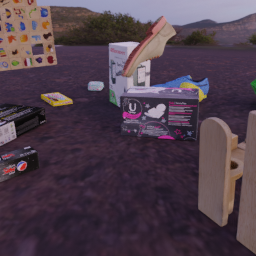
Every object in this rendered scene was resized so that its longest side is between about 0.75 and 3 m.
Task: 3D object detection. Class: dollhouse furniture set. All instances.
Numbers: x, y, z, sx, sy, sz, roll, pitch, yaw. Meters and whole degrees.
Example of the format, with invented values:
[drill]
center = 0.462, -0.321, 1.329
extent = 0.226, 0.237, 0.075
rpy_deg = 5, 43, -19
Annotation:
[dollhouse furniture set]
center = 2.637, 0.323, 4.859
extent = 2.715, 2.212, 2.582
rpy_deg = -19, 28, -26

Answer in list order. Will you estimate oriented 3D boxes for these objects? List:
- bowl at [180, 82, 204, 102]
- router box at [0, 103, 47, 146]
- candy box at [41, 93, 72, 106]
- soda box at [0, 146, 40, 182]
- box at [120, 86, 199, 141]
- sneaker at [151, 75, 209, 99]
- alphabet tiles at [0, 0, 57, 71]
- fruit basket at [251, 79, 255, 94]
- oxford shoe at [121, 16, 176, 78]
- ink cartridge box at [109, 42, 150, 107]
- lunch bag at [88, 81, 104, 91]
[bowl]
center = 2.621, -1.377, 12.058
extent = 1.140, 1.140, 0.613
rpy_deg = 22, 73, 45
[router box]
center = -4.061, -0.173, 8.989
extent = 1.761, 0.603, 2.361
rpy_deg = 7, 22, 19
[candy box]
center = -3.231, -1.304, 12.611
extent = 0.866, 0.224, 1.695
rpy_deg = -11, 23, -33
[soda box]
center = -2.745, 0.864, 6.370
extent = 1.369, 0.484, 0.433
rpy_deg = -18, 29, -41
[box]
center = 1.059, -0.562, 8.968
extent = 2.343, 1.344, 1.548
rpy_deg = 5, 21, 12
[sneaker]
center = 2.399, -2.032, 13.369
extent = 2.814, 1.103, 0.927
rpy_deg = 4, 23, 15
[alphabet tiles]
center = -3.455, -3.142, 9.199
extent = 1.952, 2.335, 0.088
rpy_deg = -12, 27, -22
[fruit basket]
center = 6.409, -1.263, 11.188
extent = 2.470, 1.781, 2.470
rpy_deg = 41, 18, -17
[oxford shoe]
center = 0.550, -1.986, 7.322
extent = 0.683, 1.850, 0.655
rpy_deg = 37, 7, -20
[ink cartridge box]
center = 0.021, -2.180, 11.598
extent = 1.073, 2.552, 1.862
rpy_deg = -10, 22, -25
[lunch bag]
center = -1.699, -2.248, 14.938
extent = 0.787, 0.378, 0.981
rpy_deg = 1, 20, 3
